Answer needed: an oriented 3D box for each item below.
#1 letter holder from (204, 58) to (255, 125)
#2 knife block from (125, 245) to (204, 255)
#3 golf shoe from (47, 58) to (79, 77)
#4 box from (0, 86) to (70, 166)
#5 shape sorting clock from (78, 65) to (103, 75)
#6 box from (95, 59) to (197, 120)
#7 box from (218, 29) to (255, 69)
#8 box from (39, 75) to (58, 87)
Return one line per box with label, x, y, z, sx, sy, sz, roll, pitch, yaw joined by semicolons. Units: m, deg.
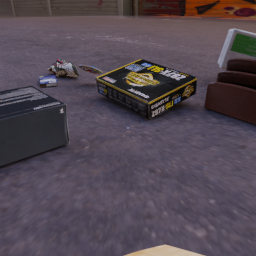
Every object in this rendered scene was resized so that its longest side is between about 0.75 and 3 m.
letter holder;3.480;-1.099;8.027;1.080;1.526;2.148;-21;33;-37
knife block;0.404;1.296;1.912;0.929;2.548;2.902;10;28;18
golf shoe;-2.747;-2.443;12.016;0.791;0.693;1.795;-39;39;-24
box;-3.025;-0.021;6.304;2.769;1.092;1.954;-19;28;-35
shape sorting clock;-1.432;-2.219;10.702;0.943;0.185;0.943;12;2;0
box;0.553;-1.377;9.066;2.089;0.646;2.616;-27;39;-29
box;4.600;-2.899;10.882;1.743;1.501;1.752;18;22;8
box;-3.187;-1.871;11.168;0.661;0.177;1.092;-8;28;-16
